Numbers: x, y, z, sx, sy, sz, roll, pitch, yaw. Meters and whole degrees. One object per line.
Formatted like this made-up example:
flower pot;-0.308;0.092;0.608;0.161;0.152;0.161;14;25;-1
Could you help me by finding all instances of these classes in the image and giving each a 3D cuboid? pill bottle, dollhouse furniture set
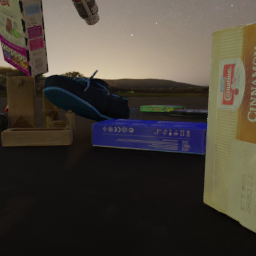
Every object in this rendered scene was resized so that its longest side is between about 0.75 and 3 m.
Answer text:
pill bottle;-1.271;-3.697;8.444;0.636;0.636;1.150;3;-27;19
dollhouse furniture set;-1.982;-0.447;6.030;1.609;1.379;1.692;-1;8;-7

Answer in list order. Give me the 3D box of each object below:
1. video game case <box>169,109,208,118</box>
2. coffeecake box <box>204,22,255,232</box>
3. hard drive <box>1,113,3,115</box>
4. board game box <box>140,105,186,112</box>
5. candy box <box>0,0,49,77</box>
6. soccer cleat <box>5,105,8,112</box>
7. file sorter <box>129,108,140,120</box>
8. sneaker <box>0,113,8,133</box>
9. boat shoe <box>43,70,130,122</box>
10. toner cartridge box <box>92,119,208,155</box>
video game case;3.229;-0.616;11.751;2.431;0.231;1.737;6;9;42
coffeecake box;1.719;-0.070;2.567;1.994;1.530;0.728;-4;10;-26
hard drive;-5.650;-0.517;11.356;0.609;0.123;0.923;3;8;22
board game box;1.784;-0.999;14.367;1.937;0.282;1.304;6;10;37
candy box;-3.144;-2.844;8.227;1.565;2.295;0.700;33;46;28
soccer cleat;-4.926;-0.782;12.481;1.461;0.559;0.487;19;-24;36
file sorter;-0.046;-0.408;9.159;0.797;0.489;0.553;4;8;32
sneaker;-3.546;-0.199;7.070;1.804;0.683;0.790;4;3;27
boat shoe;-0.962;-0.804;7.108;1.243;1.014;2.955;5;-10;26
toner cartridge box;0.457;0.120;5.310;2.072;0.447;0.984;3;7;20
